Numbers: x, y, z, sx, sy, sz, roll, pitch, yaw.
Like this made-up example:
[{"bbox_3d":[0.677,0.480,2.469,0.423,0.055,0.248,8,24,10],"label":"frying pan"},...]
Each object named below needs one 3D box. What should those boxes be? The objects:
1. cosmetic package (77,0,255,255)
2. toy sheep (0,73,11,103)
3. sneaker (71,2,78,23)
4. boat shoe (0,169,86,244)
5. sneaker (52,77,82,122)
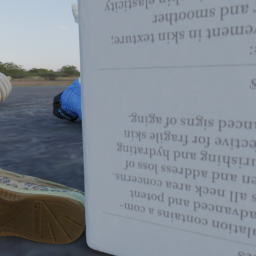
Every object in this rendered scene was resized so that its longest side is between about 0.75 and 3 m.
[{"bbox_3d":[0.995,-0.353,2.422,2.099,2.508,2.086,5,11,25],"label":"cosmetic package"},{"bbox_3d":[-6.554,-1.940,13.397,1.787,1.787,2.592,4,38,22],"label":"toy sheep"},{"bbox_3d":[-0.570,-2.097,4.743,0.851,0.341,0.299,-34,42,-18],"label":"sneaker"},{"bbox_3d":[-1.065,0.677,2.536,1.495,0.548,0.469,11,7,6],"label":"boat shoe"},{"bbox_3d":[-1.455,-0.500,8.038,1.426,0.984,2.563,-35,39,13],"label":"sneaker"}]
